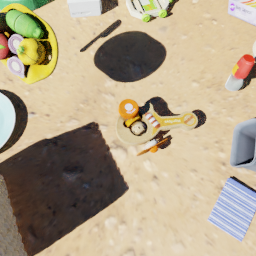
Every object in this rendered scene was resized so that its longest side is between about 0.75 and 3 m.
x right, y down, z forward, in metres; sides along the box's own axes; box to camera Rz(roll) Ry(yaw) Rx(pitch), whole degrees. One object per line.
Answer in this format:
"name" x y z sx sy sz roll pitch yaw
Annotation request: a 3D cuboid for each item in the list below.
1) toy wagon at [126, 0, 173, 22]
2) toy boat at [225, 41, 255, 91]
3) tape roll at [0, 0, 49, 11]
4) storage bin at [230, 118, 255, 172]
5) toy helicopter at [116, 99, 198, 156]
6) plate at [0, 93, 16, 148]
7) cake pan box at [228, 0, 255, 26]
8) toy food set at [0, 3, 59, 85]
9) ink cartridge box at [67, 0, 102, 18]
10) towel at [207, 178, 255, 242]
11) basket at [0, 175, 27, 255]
"toy wagon" 0.946 -4.691 10.442 1.931 0.382 1.498 -16 67 -8
"toy boat" 4.328 -1.894 8.754 2.732 1.270 2.297 -14 59 -17
"tape roll" -4.145 -5.538 10.703 2.542 0.611 2.542 0 65 0
"storage bin" 3.487 0.592 7.804 0.912 0.988 1.357 26 65 -19
"toy helicopter" 0.856 -0.002 8.023 2.409 0.950 1.593 -6 66 -8
"plate" -4.516 -0.090 8.377 2.372 0.303 2.372 0 65 1
"cake pan box" 5.138 -4.209 9.625 2.437 0.638 2.245 -20 44 -10
"toy food set" -2.757 -2.040 6.301 2.586 0.845 1.522 38 113 18
"ink cartridge box" -1.621 -5.010 10.415 1.195 0.679 1.639 -6 66 -3
"towel" 2.840 2.131 7.463 1.002 0.165 1.384 31 70 11
"basket" -3.826 2.198 6.081 2.186 2.718 2.693 -22 67 -16
